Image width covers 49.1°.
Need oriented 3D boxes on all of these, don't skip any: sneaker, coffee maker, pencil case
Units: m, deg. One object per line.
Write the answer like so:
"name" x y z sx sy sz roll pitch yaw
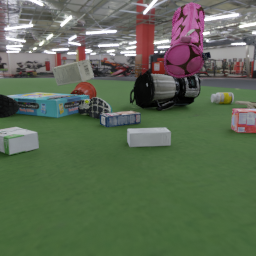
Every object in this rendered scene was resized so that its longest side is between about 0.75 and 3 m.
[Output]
"sneaker" -5.096 -0.775 10.002 2.212 0.838 0.968 -6 8 -24
"coffee maker" 1.583 -1.699 12.266 2.395 1.613 2.300 -4 13 -23
"sneaker" -1.099 -0.751 10.149 0.751 0.731 1.886 1 9 -37
"pencil case" 1.604 -2.475 7.558 1.132 1.168 2.494 -2 44 15

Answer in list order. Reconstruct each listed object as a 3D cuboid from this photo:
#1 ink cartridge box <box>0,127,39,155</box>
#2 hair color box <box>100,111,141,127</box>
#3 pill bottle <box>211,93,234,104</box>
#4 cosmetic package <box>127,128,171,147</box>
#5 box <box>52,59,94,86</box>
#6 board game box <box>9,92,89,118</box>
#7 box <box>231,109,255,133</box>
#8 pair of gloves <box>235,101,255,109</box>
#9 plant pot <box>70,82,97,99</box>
"ink cartridge box" -2.515 0.264 6.135 0.928 0.391 0.678 10 16 39
"hair color box" -0.238 -0.293 8.765 1.164 0.352 0.582 -7 14 -27
"pill bottle" 4.544 -1.437 13.528 0.967 0.544 0.544 -1 12 -3
"cosmetic package" 0.476 0.210 6.501 0.946 0.337 0.480 -1 12 -6
"box" -2.076 -2.061 10.491 1.562 0.742 0.607 2 24 41
"board game box" -3.273 -0.990 11.239 2.768 0.650 2.090 6 14 24
"box" 3.566 -0.215 7.797 1.204 0.618 0.570 0 12 3
"pair of gloves" 5.364 -0.880 11.649 1.323 0.273 1.555 2 14 -10
"plant pot" -2.093 -1.454 12.693 1.089 1.089 1.059 2 21 10
